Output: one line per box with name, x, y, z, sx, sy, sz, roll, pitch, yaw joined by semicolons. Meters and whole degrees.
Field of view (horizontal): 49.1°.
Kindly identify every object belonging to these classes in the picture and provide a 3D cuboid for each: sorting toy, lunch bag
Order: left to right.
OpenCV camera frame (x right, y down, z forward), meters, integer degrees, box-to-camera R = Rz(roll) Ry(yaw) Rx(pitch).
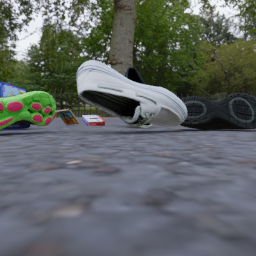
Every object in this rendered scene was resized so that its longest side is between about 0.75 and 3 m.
lunch bag;-3.452;-0.595;7.663;1.681;1.266;0.791;7;-39;-42
sorting toy;-2.307;-0.380;10.692;0.758;0.149;0.819;-4;-45;35

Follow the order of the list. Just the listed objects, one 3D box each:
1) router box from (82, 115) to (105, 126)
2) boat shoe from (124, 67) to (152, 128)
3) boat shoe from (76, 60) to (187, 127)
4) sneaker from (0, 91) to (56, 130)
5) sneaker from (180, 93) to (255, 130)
router box;-1.328;-0.286;10.784;0.685;0.186;0.763;-3;22;-27
boat shoe;0.320;-1.136;9.311;1.027;0.911;2.748;11;37;-17
boat shoe;0.122;-0.450;6.216;2.819;0.941;1.037;19;-43;-21
sneaker;-2.447;-0.408;6.002;0.907;0.830;2.164;12;12;33
sneaker;2.441;-0.352;7.454;2.438;0.926;1.106;5;-13;8
